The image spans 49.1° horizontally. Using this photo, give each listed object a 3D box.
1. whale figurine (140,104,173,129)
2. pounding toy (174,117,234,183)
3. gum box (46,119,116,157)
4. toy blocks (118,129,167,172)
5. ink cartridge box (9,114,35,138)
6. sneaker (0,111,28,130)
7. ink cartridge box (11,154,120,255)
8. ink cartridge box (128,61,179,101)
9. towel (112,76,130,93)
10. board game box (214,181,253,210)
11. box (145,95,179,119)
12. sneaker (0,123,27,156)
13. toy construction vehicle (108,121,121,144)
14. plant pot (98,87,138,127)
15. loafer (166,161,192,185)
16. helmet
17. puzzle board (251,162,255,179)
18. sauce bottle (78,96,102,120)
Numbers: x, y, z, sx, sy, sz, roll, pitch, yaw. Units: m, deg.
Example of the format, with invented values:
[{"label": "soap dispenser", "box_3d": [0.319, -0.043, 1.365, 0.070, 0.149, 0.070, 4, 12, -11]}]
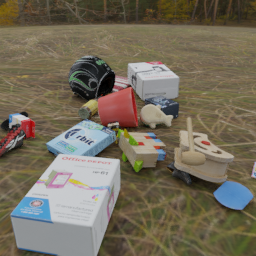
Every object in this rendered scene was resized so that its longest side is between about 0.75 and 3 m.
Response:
[{"label": "whale figurine", "box_3d": [1.142, -0.414, 11.509, 1.345, 0.698, 1.070, 16, 70, 2]}, {"label": "pounding toy", "box_3d": [2.233, 0.536, 8.085, 1.504, 1.509, 2.631, 14, 16, 5]}, {"label": "gum box", "box_3d": [-1.587, 0.464, 9.621, 1.553, 0.407, 1.827, 22, 43, 38]}, {"label": "toy blocks", "box_3d": [0.582, 0.679, 9.143, 1.344, 0.982, 1.966, 2, 23, -22]}, {"label": "ink cartridge box", "box_3d": [-4.027, -0.057, 10.643, 1.191, 0.692, 0.401, 20, 22, 36]}, {"label": "sneaker", "box_3d": [-4.678, -0.244, 11.536, 1.189, 0.416, 0.535, -36, 5, -31]}, {"label": "ink cartridge box", "box_3d": [-1.288, 1.696, 6.703, 1.774, 1.039, 2.455, 5, 25, 10]}, {"label": "ink cartridge box", "box_3d": [1.305, -2.604, 15.150, 2.013, 1.156, 2.772, -7, 31, -14]}, {"label": "towel", "box_3d": [-0.742, -2.548, 16.342, 1.636, 0.258, 2.272, 17, 32, 26]}, {"label": "board game box", "box_3d": [2.779, 1.835, 7.421, 1.017, 0.198, 0.803, -27, 42, -36]}, {"label": "box", "box_3d": [1.469, -0.878, 12.387, 0.957, 0.690, 1.289, -15, 30, -29]}, {"label": "sneaker", "box_3d": [-4.038, 0.545, 9.655, 0.510, 0.706, 1.444, 1, 46, 35]}, {"label": "toy construction vehicle", "box_3d": [-0.619, 0.258, 10.412, 1.197, 0.422, 1.042, -12, 37, 0]}, {"label": "plant pot", "box_3d": [-0.409, -0.755, 11.335, 1.413, 1.596, 1.596, -8, 25, 8]}, {"label": "loafer", "box_3d": [1.494, 1.358, 8.230, 0.401, 0.404, 1.109, -20, 23, -10]}, {"label": "helmet", "box_3d": [-1.969, -2.569, 14.422, 2.178, 2.285, 2.285, 30, 35, 18]}, {"label": "puzzle board", "box_3d": [4.434, 1.385, 8.421, 1.251, 0.109, 0.943, 13, 29, 25]}, {"label": "sauce bottle", "box_3d": [-1.587, -0.964, 12.711, 0.606, 0.606, 1.872, 9, 25, 17]}]
